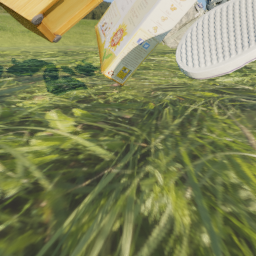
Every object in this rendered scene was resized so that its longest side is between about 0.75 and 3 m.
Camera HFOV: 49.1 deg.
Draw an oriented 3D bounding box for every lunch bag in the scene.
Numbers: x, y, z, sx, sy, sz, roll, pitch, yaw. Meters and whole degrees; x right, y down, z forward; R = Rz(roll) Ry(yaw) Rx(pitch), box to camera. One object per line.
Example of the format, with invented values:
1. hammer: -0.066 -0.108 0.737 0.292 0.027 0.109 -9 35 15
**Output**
1. lunch bag: 1.458 -2.664 7.258 1.261 0.879 1.058 -29 22 26

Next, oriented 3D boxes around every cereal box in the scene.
1. cereal box: 0.391 -2.100 4.432 0.492 2.488 1.790 27 33 -31

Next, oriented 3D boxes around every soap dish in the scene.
1. soap dish: -1.144 -2.985 5.513 2.799 1.137 2.202 -40 5 0

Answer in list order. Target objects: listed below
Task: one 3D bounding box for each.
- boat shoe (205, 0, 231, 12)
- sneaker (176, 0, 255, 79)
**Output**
1. boat shoe: 2.355 -3.305 7.206 0.637 0.540 1.749 9 46 -5
2. sneaker: 1.328 -0.850 2.846 1.770 1.009 0.641 -31 61 0
